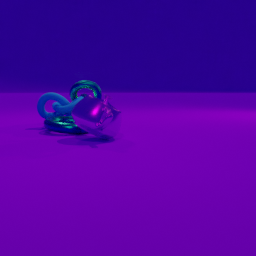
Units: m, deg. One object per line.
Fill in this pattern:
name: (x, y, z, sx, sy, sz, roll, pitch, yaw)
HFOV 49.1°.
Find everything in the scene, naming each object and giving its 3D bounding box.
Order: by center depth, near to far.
teapot: (-0.595, -0.302, 5.743, 1.048, 0.825, 1.685, 27, 4, -21)
ring: (-1.411, -0.087, 6.816, 1.241, 0.248, 1.241, 5, 11, -1)
knot shape: (-1.678, -0.557, 7.532, 1.180, 0.583, 1.261, -13, -20, 34)
knot shape: (-1.240, -0.619, 8.180, 0.647, 1.400, 1.310, -32, 7, -42)
